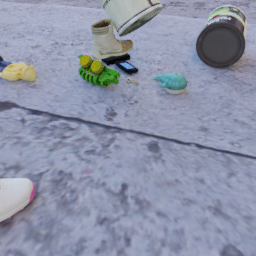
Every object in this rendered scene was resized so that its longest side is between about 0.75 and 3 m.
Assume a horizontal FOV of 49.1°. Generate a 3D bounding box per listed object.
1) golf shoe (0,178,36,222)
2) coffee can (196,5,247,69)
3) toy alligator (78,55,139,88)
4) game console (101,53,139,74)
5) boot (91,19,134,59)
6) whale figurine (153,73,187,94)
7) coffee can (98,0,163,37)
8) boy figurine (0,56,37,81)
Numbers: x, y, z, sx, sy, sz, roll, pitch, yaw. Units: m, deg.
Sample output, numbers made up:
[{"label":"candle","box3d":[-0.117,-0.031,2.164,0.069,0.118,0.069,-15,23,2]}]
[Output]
[{"label":"golf shoe","box3d":[-3.211,1.395,5.610,2.548,1.166,0.960,-12,39,-18]},{"label":"coffee can","box3d":[3.909,-3.799,11.541,1.811,1.811,2.474,13,40,16]},{"label":"toy alligator","box3d":[-0.929,-1.831,9.982,2.990,0.887,0.811,32,90,31]},{"label":"game console","box3d":[-0.223,-2.683,11.427,1.129,0.231,1.914,-23,45,-26]},{"label":"boot","box3d":[-0.444,-2.744,8.462,1.418,1.096,0.511,-20,50,-21]},{"label":"whale figurine","box3d":[1.488,-1.689,9.843,0.997,0.651,1.254,-29,47,-31]},{"label":"coffee can","box3d":[-0.163,-4.074,8.307,1.563,2.135,1.563,-31,7,4]},{"label":"boy figurine","box3d":[-4.302,-2.168,10.478,1.990,0.641,1.237,18,39,25]}]
